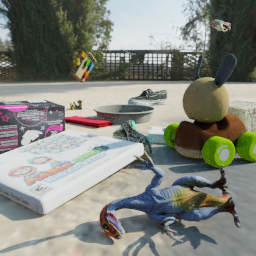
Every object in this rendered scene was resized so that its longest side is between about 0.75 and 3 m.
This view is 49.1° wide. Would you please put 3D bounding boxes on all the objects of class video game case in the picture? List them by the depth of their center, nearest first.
[{"bbox_3d":[-1.484,0.702,6.080,2.566,0.334,2.819,9,22,36],"label":"video game case"}]

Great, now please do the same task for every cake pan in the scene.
[{"bbox_3d":[-0.146,-0.646,12.579,2.799,0.513,2.799,0,12,0],"label":"cake pan"}]

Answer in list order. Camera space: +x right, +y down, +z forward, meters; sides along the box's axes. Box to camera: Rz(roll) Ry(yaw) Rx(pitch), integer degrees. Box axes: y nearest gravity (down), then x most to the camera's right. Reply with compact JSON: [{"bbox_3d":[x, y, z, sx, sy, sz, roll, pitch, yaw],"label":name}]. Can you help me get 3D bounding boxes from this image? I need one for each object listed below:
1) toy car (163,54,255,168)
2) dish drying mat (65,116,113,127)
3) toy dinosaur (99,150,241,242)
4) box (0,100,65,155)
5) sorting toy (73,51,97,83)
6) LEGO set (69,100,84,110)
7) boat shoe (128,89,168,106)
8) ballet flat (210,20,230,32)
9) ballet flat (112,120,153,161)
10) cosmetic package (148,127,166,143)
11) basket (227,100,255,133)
[{"bbox_3d":[2.204,-0.582,7.276,2.054,2.604,2.139,-6,14,-24],"label":"toy car"},{"bbox_3d":[-1.727,-0.277,11.652,2.271,0.207,0.872,9,14,38],"label":"dish drying mat"},{"bbox_3d":[0.602,1.230,4.136,1.868,1.081,2.059,-15,-35,14],"label":"toy dinosaur"},{"bbox_3d":[-3.115,-0.074,8.044,2.205,1.265,1.457,-7,16,-38],"label":"box"},{"bbox_3d":[-1.874,-2.622,11.996,0.218,1.214,1.630,34,-1,10],"label":"sorting toy"},{"bbox_3d":[-2.918,-1.369,15.728,0.810,0.610,1.053,-1,12,-4],"label":"LEGO set"},{"bbox_3d":[1.208,-1.906,17.187,2.932,1.040,1.057,-9,15,-36],"label":"boat shoe"},{"bbox_3d":[3.166,-3.427,9.471,0.940,0.334,0.325,-5,-14,-36],"label":"ballet flat"},{"bbox_3d":[-0.008,0.312,7.768,0.889,0.801,2.361,-17,16,-5],"label":"ballet flat"},{"bbox_3d":[1.337,0.235,8.959,1.278,0.330,0.964,3,15,12],"label":"cosmetic package"},{"bbox_3d":[3.544,-0.168,8.786,1.005,1.249,1.238,-12,15,-23],"label":"basket"}]
